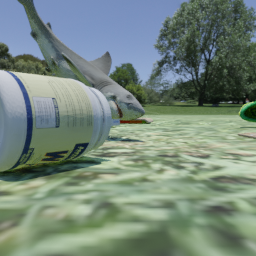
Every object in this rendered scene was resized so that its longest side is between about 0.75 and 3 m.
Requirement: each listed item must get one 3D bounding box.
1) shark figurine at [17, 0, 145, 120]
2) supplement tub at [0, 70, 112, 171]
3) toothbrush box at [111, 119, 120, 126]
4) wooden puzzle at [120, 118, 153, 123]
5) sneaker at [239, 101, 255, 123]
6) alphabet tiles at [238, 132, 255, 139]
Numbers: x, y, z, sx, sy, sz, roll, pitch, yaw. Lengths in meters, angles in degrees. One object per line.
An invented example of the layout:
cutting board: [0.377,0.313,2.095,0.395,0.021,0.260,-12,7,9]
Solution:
shark figurine: [-0.921,-1.427,5.316,1.323,3.170,1.894,-43,9,-29]
supplement tub: [-0.781,-0.075,2.618,0.821,0.821,1.132,3,4,38]
toothbrush box: [-1.572,-0.504,9.246,2.197,0.946,1.599,3,4,24]
wooden puzzle: [0.170,-0.339,12.450,1.738,0.324,1.608,5,4,13]
sneaker: [4.522,-0.542,8.382,2.351,0.871,0.982,-15,2,38]
alphabet tiles: [2.929,0.157,5.409,1.246,0.047,1.497,0,3,-1]
